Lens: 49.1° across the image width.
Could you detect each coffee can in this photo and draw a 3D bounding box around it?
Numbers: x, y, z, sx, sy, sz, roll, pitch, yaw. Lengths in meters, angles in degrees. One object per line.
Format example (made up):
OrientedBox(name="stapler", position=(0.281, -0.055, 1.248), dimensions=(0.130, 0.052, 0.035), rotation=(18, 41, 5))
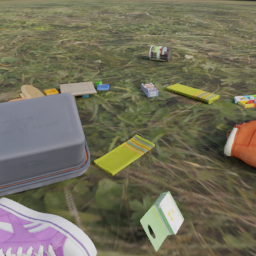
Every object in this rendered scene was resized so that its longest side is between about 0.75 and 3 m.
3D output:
OrientedBox(name="coffee can", position=(1.706, -3.885, 14.615), dimensions=(1.004, 0.735, 0.735), rotation=(12, 32, 21))

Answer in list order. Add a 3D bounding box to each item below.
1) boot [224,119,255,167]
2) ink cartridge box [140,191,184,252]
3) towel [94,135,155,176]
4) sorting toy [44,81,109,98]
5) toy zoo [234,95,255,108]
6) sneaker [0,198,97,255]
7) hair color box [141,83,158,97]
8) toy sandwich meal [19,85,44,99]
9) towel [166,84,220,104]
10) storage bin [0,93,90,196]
OrientedBox(name="boot", position=(3.528, 0.072, 7.616), dimensions=(1.460, 1.021, 2.722), rotation=(12, 33, 30))
OrientedBox(name="ink cartridge box", position=(0.617, 1.603, 4.885), dimensions=(0.206, 0.626, 0.861), rotation=(-24, 6, 36))
OrientedBox(name="towel", position=(-0.065, 0.663, 7.368), dimensions=(0.718, 0.151, 1.669), rotation=(23, 38, 36))
OrientedBox(name="sorting toy", position=(-1.952, -1.421, 10.804), dimensions=(2.464, 0.336, 1.388), rotation=(-8, 27, -13))
OrientedBox(name="toy zoo", position=(4.429, -0.980, 10.230), dimensions=(1.129, 0.116, 0.741), rotation=(-6, 31, -10))
OrientedBox(name="sneaker", position=(-1.682, 2.029, 4.511), dimensions=(2.252, 0.816, 1.284), rotation=(7, 36, 26))
OrientedBox(name="hair color box", position=(0.846, -1.498, 10.980), dimensions=(0.422, 0.258, 0.852), rotation=(-8, 30, -13))
OrientedBox(name="toy sandwich meal", position=(-3.277, -1.000, 9.634), dimensions=(1.171, 0.401, 1.171), rotation=(42, 16, -15))
OrientedBox(name="towel", position=(2.493, -1.356, 10.867), dimensions=(1.946, 0.176, 0.837), rotation=(25, 33, 37))
OrientedBox(name="storage bin", position=(-2.111, 0.143, 5.798), dimensions=(2.674, 1.796, 1.946), rotation=(-11, 73, -19))
